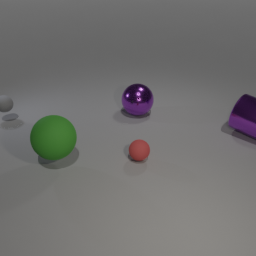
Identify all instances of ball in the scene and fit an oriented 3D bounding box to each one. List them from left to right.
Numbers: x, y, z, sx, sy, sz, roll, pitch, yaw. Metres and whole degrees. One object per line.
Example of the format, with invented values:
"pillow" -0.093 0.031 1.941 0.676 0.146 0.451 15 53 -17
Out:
"ball" -5.074 -0.989 11.478 0.700 0.700 0.700 0 29 0
"ball" -2.298 0.296 8.680 1.400 1.400 1.400 0 29 0
"ball" 0.415 -1.224 12.146 1.400 1.400 1.400 0 29 0
"ball" 0.372 0.722 9.171 0.700 0.700 0.700 0 29 0

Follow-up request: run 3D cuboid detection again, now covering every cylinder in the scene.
"cylinder" 4.725 -0.380 10.423 1.400 1.400 1.400 31 41 33
